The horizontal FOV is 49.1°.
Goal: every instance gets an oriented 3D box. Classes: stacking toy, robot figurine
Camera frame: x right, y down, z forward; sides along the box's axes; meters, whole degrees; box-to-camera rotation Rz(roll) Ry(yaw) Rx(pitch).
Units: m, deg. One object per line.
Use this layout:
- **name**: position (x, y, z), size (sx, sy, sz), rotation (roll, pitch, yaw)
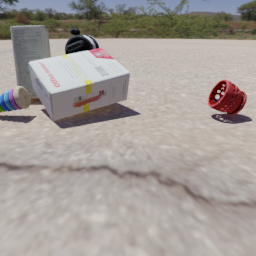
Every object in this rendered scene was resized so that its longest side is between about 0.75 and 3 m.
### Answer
- **stacking toy**: position (-3.602, -0.665, 7.988), size (1.549, 0.661, 0.661), rotation (-16, 18, 13)
- **robot figurine**: position (-1.659, -2.827, 10.178), size (1.080, 1.301, 1.731), rotation (20, 20, 0)

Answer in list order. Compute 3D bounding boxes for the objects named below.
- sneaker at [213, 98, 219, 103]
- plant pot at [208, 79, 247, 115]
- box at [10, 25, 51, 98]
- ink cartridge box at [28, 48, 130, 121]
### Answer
- **sneaker**: position (3.056, -0.757, 8.855), size (0.835, 0.293, 0.325), rotation (11, 17, 25)
- **plant pot**: position (2.837, -0.818, 7.944), size (0.796, 0.874, 0.874), rotation (27, 17, -12)
- **box**: position (-3.207, -2.203, 9.543), size (1.111, 2.339, 0.909), rotation (-2, 9, -4)
- **ink cartridge box**: position (-1.466, -1.403, 8.439), size (2.468, 1.030, 1.792), rotation (-19, 48, -27)
